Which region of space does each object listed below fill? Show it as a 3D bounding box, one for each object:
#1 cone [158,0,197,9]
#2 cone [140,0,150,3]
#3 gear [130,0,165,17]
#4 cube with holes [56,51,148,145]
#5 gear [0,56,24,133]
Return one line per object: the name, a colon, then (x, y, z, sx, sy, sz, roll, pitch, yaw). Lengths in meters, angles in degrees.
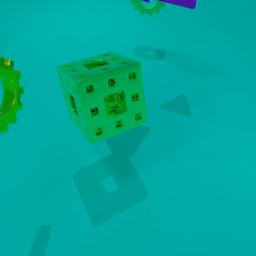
cone: (1.244, -3.546, 7.519, 0.925, 0.922, 0.922, -15, 50, 2)
cone: (0.064, -3.384, 6.543, 1.295, 1.290, 1.290, 34, 43, -29)
gear: (0.700, -4.532, 9.838, 1.225, 1.225, 0.226, 12, 55, 10)
cube with holes: (-0.562, -0.723, 6.068, 1.355, 1.355, 1.355, -21, 31, -21)
gear: (-2.090, -0.527, 4.494, 0.223, 1.203, 1.203, 7, 50, 9)
